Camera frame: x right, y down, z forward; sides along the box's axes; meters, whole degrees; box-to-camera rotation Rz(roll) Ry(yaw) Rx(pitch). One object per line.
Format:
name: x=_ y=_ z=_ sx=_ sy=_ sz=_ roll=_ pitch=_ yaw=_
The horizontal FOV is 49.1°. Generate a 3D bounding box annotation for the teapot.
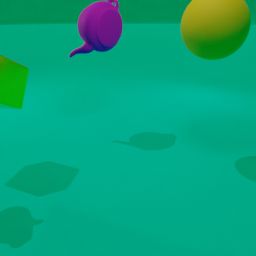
teapot: x=-0.821 y=-2.604 z=7.329 sx=0.981 sy=2.003 sz=1.246 roll=24 pitch=-11 yaw=36

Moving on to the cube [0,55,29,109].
cube: x=-2.750 y=-0.935 z=5.726 sx=0.914 sy=0.914 sz=0.914 roll=5 pitch=-7 yaw=25

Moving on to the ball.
ball: x=1.782 y=-2.104 z=5.769 sx=1.369 sy=1.369 sz=1.369 roll=0 pitch=23 yaw=0
